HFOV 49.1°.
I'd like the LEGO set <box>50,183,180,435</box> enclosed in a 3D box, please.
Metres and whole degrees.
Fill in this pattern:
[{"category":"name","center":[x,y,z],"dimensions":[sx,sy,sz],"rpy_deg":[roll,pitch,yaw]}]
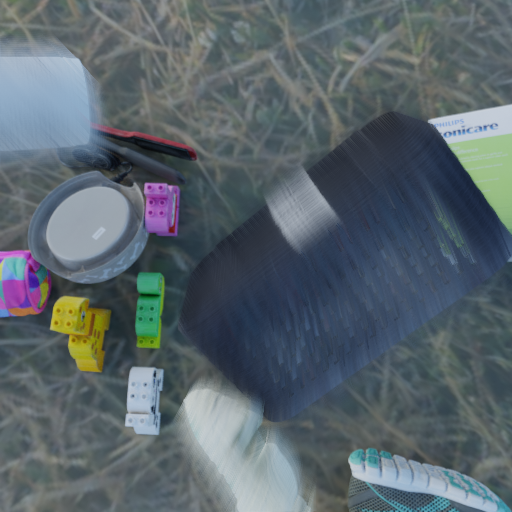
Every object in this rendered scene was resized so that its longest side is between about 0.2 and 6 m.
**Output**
[{"category":"LEGO set","center":[-2.189,0.626,8.525],"dimensions":[1.561,1.679,4.092],"rpy_deg":[2,77,1]}]

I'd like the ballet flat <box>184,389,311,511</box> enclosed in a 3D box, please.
[{"category":"ballet flat","center":[-0.046,2.086,5.911],"dimensions":[0.750,0.750,2.091],"rpy_deg":[-33,52,-7]}]

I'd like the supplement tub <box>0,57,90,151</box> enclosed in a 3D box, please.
[{"category":"supplement tub","center":[-3.020,-1.872,6.933],"dimensions":[1.710,1.128,1.128],"rpy_deg":[-8,76,-23]}]

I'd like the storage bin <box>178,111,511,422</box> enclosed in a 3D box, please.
[{"category":"storage bin","center":[0.852,0.023,6.395],"dimensions":[3.234,2.186,1.516],"rpy_deg":[-39,105,12]}]

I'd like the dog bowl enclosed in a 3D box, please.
[{"category":"dog bowl","center":[-2.633,-0.431,9.050],"dimensions":[1.968,0.577,1.968],"rpy_deg":[-6,60,11]}]

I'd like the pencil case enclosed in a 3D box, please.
[{"category":"pencil case","center":[-4.654,0.459,8.842],"dimensions":[2.597,1.148,1.148],"rpy_deg":[-2,77,-4]}]

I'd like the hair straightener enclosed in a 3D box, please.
[{"category":"hair straightener","center":[-2.460,-1.731,9.638],"dimensions":[2.759,0.564,1.062],"rpy_deg":[19,78,4]}]

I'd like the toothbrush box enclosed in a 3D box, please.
[{"category":"toothbrush box","center":[3.776,-1.097,9.015],"dimensions":[1.704,1.007,2.341],"rpy_deg":[-7,77,20]}]

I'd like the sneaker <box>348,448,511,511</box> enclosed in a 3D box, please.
[{"category":"sneaker","center":[2.496,3.732,8.334],"dimensions":[2.469,0.958,1.126],"rpy_deg":[14,92,8]}]
